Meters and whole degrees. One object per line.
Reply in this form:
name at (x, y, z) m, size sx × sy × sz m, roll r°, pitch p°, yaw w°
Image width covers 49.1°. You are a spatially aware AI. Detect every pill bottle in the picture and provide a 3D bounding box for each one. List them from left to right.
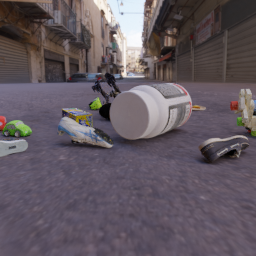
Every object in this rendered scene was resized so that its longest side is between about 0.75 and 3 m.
pill bottle at (0.758, -0.554, 8.630) m, size 1.572 × 1.572 × 2.760 m, roll 8°, pitch 13°, yaw 33°

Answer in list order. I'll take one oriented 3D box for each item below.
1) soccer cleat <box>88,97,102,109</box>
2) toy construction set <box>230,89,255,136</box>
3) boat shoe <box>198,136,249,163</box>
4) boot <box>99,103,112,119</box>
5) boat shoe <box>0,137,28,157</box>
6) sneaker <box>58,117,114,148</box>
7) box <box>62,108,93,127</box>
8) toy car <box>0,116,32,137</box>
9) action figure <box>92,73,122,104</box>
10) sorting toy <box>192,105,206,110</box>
soccer cleat at (-1.768, -1.291, 14.940) m, size 0.678 × 0.565 × 1.673 m, roll -20°, pitch 11°, yaw -5°
toy construction set at (4.392, -0.246, 8.120) m, size 2.998 × 1.381 × 1.966 m, roll 13°, pitch 14°, yaw 8°
boat shoe at (2.324, 0.534, 6.527) m, size 1.584 × 0.575 × 0.497 m, roll -1°, pitch 53°, yaw -33°
boot at (-0.400, -0.564, 10.907) m, size 1.811 × 0.681 × 1.354 m, roll 3°, pitch 12°, yaw 11°
boat shoe at (-3.040, 0.454, 6.802) m, size 0.493 × 0.384 × 1.086 m, roll 9°, pitch 7°, yaw 38°
sneaker at (-1.145, 0.220, 7.543) m, size 1.645 × 0.596 × 0.591 m, roll 21°, pitch 8°, yaw 16°
box at (-1.775, -0.275, 9.614) m, size 0.581 × 0.634 × 1.809 m, roll -6°, pitch 13°, yaw -26°
toy car at (-3.986, -0.039, 8.869) m, size 1.989 × 0.471 × 2.113 m, roll 3°, pitch 12°, yaw 14°
action figure at (-0.470, -1.121, 12.106) m, size 1.576 × 1.353 × 2.652 m, roll -23°, pitch -34°, yaw 15°
sorting toy at (3.117, -1.174, 14.936) m, size 1.354 × 0.270 × 1.832 m, roll -3°, pitch 12°, yaw -13°
